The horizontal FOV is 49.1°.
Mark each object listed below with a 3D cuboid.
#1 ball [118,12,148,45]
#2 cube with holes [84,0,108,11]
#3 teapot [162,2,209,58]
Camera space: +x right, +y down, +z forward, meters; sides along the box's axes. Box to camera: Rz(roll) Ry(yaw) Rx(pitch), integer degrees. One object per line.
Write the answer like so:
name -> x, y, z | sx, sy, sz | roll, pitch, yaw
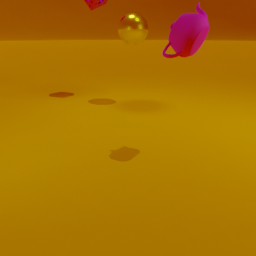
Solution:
ball -> 0.191, -3.696, 10.453 | 1.144, 1.144, 1.144 | 0, 19, 0
cube with holes -> -1.271, -5.299, 10.997 | 0.784, 0.784, 0.784 | -36, 2, -24
teapot -> 1.155, -1.878, 5.454 | 0.670, 1.368, 0.851 | 37, -8, 17
